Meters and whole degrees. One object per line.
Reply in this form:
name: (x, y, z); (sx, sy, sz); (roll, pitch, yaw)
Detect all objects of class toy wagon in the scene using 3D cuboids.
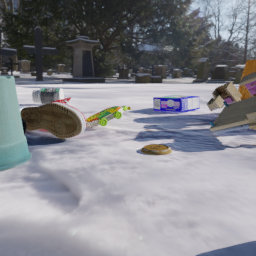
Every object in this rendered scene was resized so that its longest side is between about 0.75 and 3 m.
toy wagon: (-0.671, -0.477, 9.908); (1.681, 0.333, 1.304); (-27, 16, -20)

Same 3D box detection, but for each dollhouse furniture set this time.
dollhouse furniture set: (3.830, -0.175, 8.884); (2.978, 1.943, 2.812); (-47, 15, -33)

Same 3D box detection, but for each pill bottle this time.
pill bottle: (-4.756, -1.889, 16.693); (1.680, 0.950, 0.950); (1, 11, 1)

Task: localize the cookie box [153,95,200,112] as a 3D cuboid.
cookie box: (2.446, -1.249, 14.020); (1.624, 0.713, 1.898); (7, 13, 40)

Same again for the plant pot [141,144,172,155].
plant pot: (0.685, 0.505, 6.766); (0.757, 0.104, 0.757); (0, 12, 0)

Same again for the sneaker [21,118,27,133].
sneaker: (-3.593, 0.056, 8.019); (0.679, 0.646, 1.712); (-6, 1, 10)

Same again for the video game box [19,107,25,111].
video game box: (-5.389, -0.582, 11.422); (1.858, 0.435, 1.693); (2, 14, 7)

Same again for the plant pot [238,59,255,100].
plant pot: (5.907, -1.734, 12.121); (2.623, 2.402, 2.623); (0, 11, 0)

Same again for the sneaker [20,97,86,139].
sneaker: (-1.951, -0.394, 8.874); (2.958, 1.054, 1.663); (7, 16, 40)

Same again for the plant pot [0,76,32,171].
plant pot: (-3.023, -0.173, 5.823); (1.845, 1.807, 1.845); (1, 12, 0)
